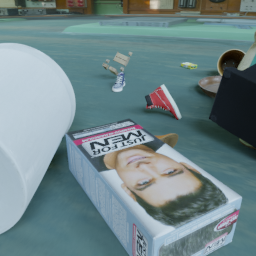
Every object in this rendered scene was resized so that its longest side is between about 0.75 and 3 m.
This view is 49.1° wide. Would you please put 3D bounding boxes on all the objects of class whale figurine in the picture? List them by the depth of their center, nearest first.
[{"bbox_3d":[3.654,-1.448,7.421,1.974,2.481,1.287,-20,40,-30],"label":"whale figurine"}]

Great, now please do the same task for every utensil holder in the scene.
[{"bbox_3d":[-2.340,0.047,4.771,2.369,2.369,2.788,1,29,2],"label":"utensil holder"}]

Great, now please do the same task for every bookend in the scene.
[{"bbox_3d":[3.877,-0.498,5.964,2.894,1.341,2.912,-28,50,-33],"label":"bookend"}]

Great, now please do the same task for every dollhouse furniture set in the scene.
[{"bbox_3d":[-0.405,-2.697,11.285,0.862,1.011,0.494,29,-2,11],"label":"dollhouse furniture set"}]

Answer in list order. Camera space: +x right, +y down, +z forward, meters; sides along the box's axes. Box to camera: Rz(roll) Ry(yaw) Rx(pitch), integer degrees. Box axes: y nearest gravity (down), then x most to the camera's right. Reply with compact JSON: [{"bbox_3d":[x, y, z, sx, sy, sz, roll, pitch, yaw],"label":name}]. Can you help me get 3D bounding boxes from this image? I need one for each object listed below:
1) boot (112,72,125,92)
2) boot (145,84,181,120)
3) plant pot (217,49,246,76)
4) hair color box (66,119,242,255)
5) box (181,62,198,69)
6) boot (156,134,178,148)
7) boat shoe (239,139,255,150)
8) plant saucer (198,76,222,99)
[{"bbox_3d":[-0.350,-1.714,10.397,0.387,0.481,1.064,4,27,8],"label":"boot"},{"bbox_3d":[0.968,-0.573,7.936,0.781,1.082,0.392,-33,1,9],"label":"boot"},{"bbox_3d":[4.290,-2.608,11.667,1.207,1.207,1.295,6,11,11],"label":"plant pot"},{"bbox_3d":[0.163,0.871,4.674,1.459,0.893,2.947,-14,30,-27],"label":"hair color box"},{"bbox_3d":[2.914,-2.935,13.231,0.440,0.181,0.750,-15,27,-29],"label":"box"},{"bbox_3d":[0.576,0.253,6.541,1.054,0.388,0.815,-15,26,-33],"label":"boot"},{"bbox_3d":[3.433,0.203,6.326,1.665,0.634,0.597,8,27,16],"label":"boat shoe"},{"bbox_3d":[3.623,-1.369,9.842,2.278,0.365,2.278,0,25,0],"label":"plant saucer"}]
